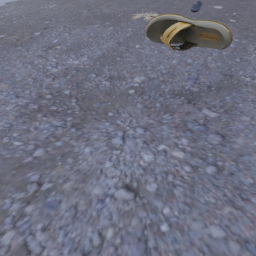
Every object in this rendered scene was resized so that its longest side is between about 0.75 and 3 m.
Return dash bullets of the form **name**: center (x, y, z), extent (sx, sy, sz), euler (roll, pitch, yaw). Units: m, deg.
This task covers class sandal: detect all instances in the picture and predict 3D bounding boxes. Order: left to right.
- **sandal**: center (1.690, -2.799, 8.632), extent (2.918, 1.172, 0.788), euler (21, 70, 33)

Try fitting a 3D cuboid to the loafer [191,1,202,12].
- **loafer**: center (2.152, -3.792, 8.886), extent (0.270, 0.237, 0.753), euler (35, 51, 3)
